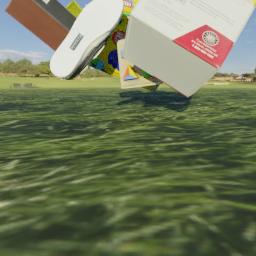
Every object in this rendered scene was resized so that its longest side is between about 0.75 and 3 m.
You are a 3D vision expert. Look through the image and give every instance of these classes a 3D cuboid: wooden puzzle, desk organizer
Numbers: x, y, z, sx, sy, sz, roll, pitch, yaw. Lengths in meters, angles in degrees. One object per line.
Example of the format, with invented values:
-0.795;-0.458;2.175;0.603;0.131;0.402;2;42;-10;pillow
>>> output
0.320;-1.941;8.077;1.384;1.494;0.346;-3;1;26;wooden puzzle
-2.701;-3.712;9.909;1.096;2.846;1.021;-30;35;36;desk organizer

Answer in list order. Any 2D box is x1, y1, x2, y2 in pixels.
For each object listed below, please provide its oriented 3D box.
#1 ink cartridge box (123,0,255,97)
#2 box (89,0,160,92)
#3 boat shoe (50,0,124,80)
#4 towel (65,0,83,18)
1.434;-2.490;6.160;1.957;2.694;1.948;32;-11;1;ink cartridge box
0.372;-3.262;10.289;2.850;2.745;1.739;18;44;-18;box
-1.074;-2.486;7.976;0.983;2.741;0.929;39;6;10;boat shoe
-1.764;-4.304;11.582;0.833;1.934;0.175;-4;46;53;towel
